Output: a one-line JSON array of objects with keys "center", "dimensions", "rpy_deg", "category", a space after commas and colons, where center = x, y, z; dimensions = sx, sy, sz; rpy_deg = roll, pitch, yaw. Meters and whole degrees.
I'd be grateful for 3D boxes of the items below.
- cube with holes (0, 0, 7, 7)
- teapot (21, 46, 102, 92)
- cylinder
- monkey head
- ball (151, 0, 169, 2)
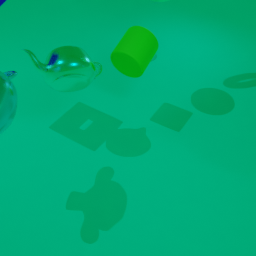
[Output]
[{"center": [-3.130, -2.587, 5.224], "dimensions": [1.257, 1.257, 1.257], "rpy_deg": [4, 55, 51], "category": "cube with holes"}, {"center": [-1.290, -1.285, 5.828], "dimensions": [1.766, 1.098, 0.864], "rpy_deg": [-2, 73, -37], "category": "teapot"}, {"center": [0.157, -1.785, 6.604], "dimensions": [0.865, 0.865, 0.865], "rpy_deg": [23, 68, 18], "category": "cylinder"}, {"center": [-2.423, -0.384, 4.162], "dimensions": [1.397, 1.170, 1.941], "rpy_deg": [-1, 56, 14], "category": "monkey head"}, {"center": [0.701, -3.289, 5.871], "dimensions": [1.190, 1.190, 1.190], "rpy_deg": [0, 51, 0], "category": "ball"}]
